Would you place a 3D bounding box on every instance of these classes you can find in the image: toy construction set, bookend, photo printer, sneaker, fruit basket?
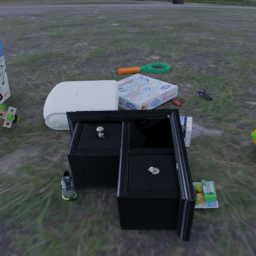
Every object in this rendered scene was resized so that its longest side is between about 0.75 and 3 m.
[{"bbox_3d":[-4.313,-0.316,8.921,1.270,1.378,1.653,16,59,47],"label":"toy construction set"},{"bbox_3d":[-0.168,0.915,6.522,2.950,1.359,2.931,-1,38,4],"label":"bookend"},{"bbox_3d":[-1.654,-0.863,10.079,2.605,0.904,2.167,-1,41,2],"label":"photo printer"},{"bbox_3d":[-1.499,1.404,6.919,0.345,0.377,0.933,-11,31,-18],"label":"sneaker"},{"bbox_3d":[1.614,1.550,6.628,0.909,0.426,0.842,0,31,9],"label":"fruit basket"}]

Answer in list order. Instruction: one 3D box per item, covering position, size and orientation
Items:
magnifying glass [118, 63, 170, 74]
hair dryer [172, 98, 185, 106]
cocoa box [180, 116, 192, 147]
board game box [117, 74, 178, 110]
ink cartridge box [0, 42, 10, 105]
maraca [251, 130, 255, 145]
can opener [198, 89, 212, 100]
[{"bbox_3d":[0.908,-3.157,15.082,2.872,0.322,1.143,-7,31,-15],"label":"magnifying glass"},{"bbox_3d":[2.092,-1.113,11.524,0.572,0.204,0.751,2,30,6],"label":"hair dryer"},{"bbox_3d":[1.709,0.088,8.982,0.610,0.620,0.929,6,30,11],"label":"cocoa box"},{"bbox_3d":[0.442,-1.507,11.829,2.379,0.489,2.373,-28,39,-35],"label":"board game box"},{"bbox_3d":[-5.573,-2.029,10.980,0.989,2.346,1.713,4,30,2],"label":"ink cartridge box"},{"bbox_3d":[4.596,0.301,8.142,2.232,1.194,1.530,-2,17,-34],"label":"maraca"},{"bbox_3d":[3.289,-1.396,11.996,0.253,0.314,0.799,-7,38,-28],"label":"can opener"}]
